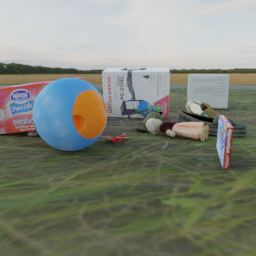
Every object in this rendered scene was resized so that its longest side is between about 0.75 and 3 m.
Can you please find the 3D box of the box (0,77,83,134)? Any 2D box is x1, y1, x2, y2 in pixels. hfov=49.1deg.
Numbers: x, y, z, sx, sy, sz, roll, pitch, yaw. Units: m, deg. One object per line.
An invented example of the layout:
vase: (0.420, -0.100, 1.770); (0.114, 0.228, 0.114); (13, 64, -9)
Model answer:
box: (-2.853, -0.698, 8.696); (2.893, 1.381, 1.442); (-5, 13, 15)

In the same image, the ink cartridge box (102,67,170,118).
ink cartridge box: (0.354, -1.500, 11.861); (2.737, 1.982, 1.154); (1, 20, 7)

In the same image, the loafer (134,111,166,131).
loafer: (0.756, -0.266, 9.464); (0.632, 0.585, 1.681); (7, 13, 30)

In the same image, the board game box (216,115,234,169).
board game box: (2.125, 0.242, 6.204); (0.160, 0.846, 1.643); (3, 12, 13)

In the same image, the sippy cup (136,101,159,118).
sippy cup: (0.729, -0.707, 10.867); (0.879, 0.644, 0.690); (-34, 42, 18)

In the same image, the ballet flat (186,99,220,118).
ballet flat: (2.581, -0.598, 10.170); (0.896, 0.840, 2.477); (36, 12, -10)

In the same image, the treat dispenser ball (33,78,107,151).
treat dispenser ball: (-1.393, -0.327, 6.822); (1.767, 1.767, 1.767); (0, 11, 0)

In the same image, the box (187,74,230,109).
box: (4.346, -2.032, 15.325); (2.070, 1.782, 2.080); (3, 10, 15)

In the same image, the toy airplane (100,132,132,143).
toy airplane: (-0.280, 0.284, 7.722); (0.987, 0.182, 0.987); (-3, 9, 0)

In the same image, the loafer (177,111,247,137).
loafer: (2.544, -0.148, 8.641); (2.131, 0.670, 0.766); (5, 12, 22)

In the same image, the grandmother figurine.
grandmother figurine: (1.403, 0.008, 8.295); (1.845, 0.559, 1.119); (9, 5, 28)

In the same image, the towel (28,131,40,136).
towel: (-2.448, 0.059, 8.718); (0.959, 0.172, 0.996); (-4, 9, 9)
